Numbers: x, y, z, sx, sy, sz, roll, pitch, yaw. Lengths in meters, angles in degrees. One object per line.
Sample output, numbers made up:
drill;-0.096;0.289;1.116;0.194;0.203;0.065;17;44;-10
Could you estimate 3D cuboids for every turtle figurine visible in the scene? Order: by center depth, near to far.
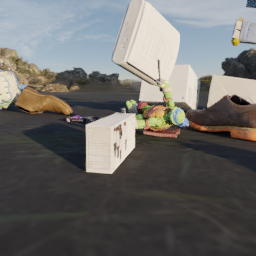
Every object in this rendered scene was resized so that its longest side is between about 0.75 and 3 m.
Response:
turtle figurine;0.344;-0.629;7.017;2.093;1.506;2.029;22;-17;-32

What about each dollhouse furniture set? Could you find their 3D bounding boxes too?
dollhouse furniture set;4.492;-3.613;9.449;1.677;1.776;1.159;17;7;23

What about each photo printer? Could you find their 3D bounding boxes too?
photo printer;0.753;-2.654;9.352;0.888;2.128;2.557;16;-1;41

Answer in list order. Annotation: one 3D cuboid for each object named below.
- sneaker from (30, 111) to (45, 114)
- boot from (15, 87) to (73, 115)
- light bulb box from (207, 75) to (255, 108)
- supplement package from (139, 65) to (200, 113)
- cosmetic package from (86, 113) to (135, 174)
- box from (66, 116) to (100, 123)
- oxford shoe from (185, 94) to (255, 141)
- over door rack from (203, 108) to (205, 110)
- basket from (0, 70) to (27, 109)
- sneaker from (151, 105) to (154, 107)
sneaker;-4.232;-0.826;12.798;0.467;0.303;0.808;5;11;42
boot;-3.655;-0.913;12.104;2.707;0.997;1.022;17;59;20
light bulb box;4.763;-1.476;12.345;2.298;1.447;2.318;11;11;16
supplement package;1.869;-1.632;12.173;2.032;1.563;2.125;4;-8;26
cosmetic package;-0.230;0.185;4.959;0.453;0.738;1.789;4;10;12
box;-1.589;-0.310;9.879;0.969;0.175;0.692;6;11;26
oxford shoe;2.615;-0.390;7.502;1.033;1.056;2.898;-6;11;-32
over door rack;3.369;-0.697;12.067;0.803;0.267;0.593;-5;9;-28
basket;-6.571;-1.870;14.079;2.377;1.875;2.696;-12;15;-3
sneaker;0.755;-0.801;12.064;0.749;0.394;1.037;-11;19;-2
